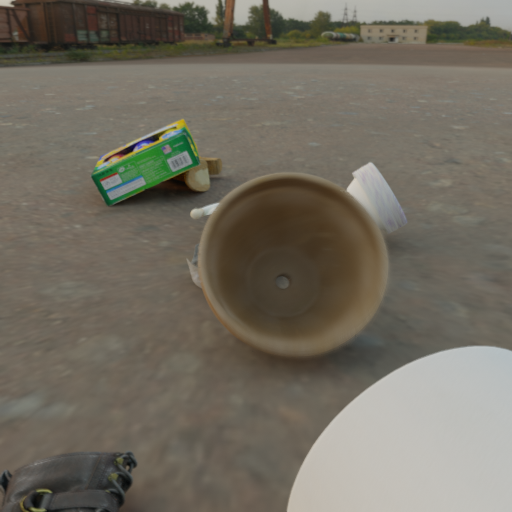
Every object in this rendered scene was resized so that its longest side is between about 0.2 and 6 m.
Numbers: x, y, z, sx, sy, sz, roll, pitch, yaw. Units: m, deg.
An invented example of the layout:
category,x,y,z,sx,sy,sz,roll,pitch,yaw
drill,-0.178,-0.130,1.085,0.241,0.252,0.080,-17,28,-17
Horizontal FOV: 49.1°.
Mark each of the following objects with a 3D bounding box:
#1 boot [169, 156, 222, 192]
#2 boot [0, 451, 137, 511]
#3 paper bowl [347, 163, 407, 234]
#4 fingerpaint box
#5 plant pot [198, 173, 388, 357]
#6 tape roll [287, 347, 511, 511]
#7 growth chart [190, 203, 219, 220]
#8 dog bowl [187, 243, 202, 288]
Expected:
category,x,y,z,sx,sy,sz,roll,pitch,yaw
boot,-1.640,-1.757,11.951,1.392,0.684,1.944,0,19,15
boot,-1.002,1.788,3.472,1.758,0.609,1.531,-1,23,3
paper bowl,1.810,-0.836,8.662,0.575,1.106,1.106,-30,20,11
fingerpaint box,-2.187,-1.924,11.226,1.978,0.725,1.650,-24,24,2
plant pot,0.364,0.166,6.218,2.005,2.005,0.925,-3,-20,-6
tape roll,1.168,1.497,2.656,1.792,1.792,1.230,-8,24,-17
growth chart,0.269,-0.476,8.786,2.589,0.230,1.873,20,22,28
dog bowl,-0.341,0.135,7.693,1.234,0.362,1.234,1,23,-1
